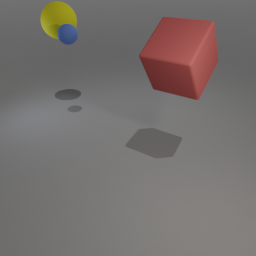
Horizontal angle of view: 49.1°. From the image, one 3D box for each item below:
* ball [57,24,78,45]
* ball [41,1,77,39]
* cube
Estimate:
[{"bbox_3d":[-2.098,-3.258,9.741,0.700,0.700,0.700,0,29,0],"label":"ball"},{"bbox_3d":[-2.741,-4.262,11.123,1.400,1.400,1.400,0,29,0],"label":"ball"},{"bbox_3d":[1.363,-1.797,7.230,1.400,1.400,1.400,19,69,30],"label":"cube"}]
